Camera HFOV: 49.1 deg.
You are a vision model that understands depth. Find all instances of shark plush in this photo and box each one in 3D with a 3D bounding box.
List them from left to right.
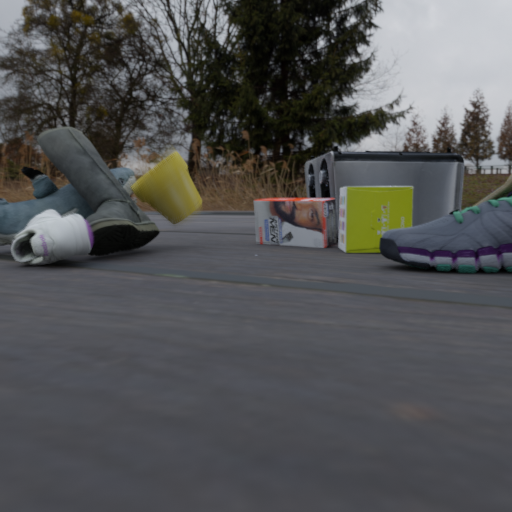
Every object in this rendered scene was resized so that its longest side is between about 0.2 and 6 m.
[{"bbox_3d":[-3.944,-0.874,10.137,3.735,1.556,1.697,-3,6,-28],"label":"shark plush"}]

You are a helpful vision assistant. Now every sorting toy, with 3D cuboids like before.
[{"bbox_3d":[4.029,-0.568,8.305,2.420,0.324,1.803,4,-30,-23],"label":"sorting toy"}]

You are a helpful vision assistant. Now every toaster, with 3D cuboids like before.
[{"bbox_3d":[2.915,-1.380,12.911,3.416,2.027,3.089,-1,6,-6],"label":"toaster"}]

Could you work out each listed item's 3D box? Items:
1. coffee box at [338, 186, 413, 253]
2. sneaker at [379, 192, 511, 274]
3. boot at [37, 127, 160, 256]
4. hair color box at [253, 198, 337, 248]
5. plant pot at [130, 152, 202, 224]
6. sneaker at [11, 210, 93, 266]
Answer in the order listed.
[{"bbox_3d":[2.110,-0.662,10.028,1.158,1.157,1.146,0,6,2],"label":"coffee box"},{"bbox_3d":[3.218,-0.496,7.192,3.176,1.390,1.182,2,6,13],"label":"sneaker"},{"bbox_3d":[-2.837,-1.181,9.380,0.879,2.421,2.202,-35,-6,9],"label":"boot"},{"bbox_3d":[0.761,-0.678,11.238,1.681,0.932,0.537,4,12,38],"label":"hair color box"},{"bbox_3d":[-1.609,-1.221,10.559,1.108,1.043,1.108,-35,17,12],"label":"plant pot"},{"bbox_3d":[-3.144,-0.257,8.071,0.981,0.738,1.970,-19,10,-37],"label":"sneaker"}]
